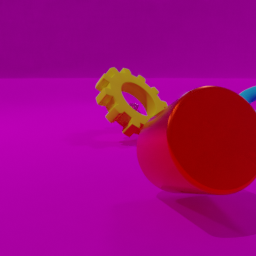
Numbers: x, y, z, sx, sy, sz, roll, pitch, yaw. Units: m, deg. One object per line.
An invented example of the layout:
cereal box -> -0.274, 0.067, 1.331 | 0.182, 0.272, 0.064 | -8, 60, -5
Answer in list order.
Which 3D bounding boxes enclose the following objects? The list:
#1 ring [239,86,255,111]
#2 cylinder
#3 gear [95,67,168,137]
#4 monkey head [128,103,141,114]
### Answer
ring -> 3.873, -0.586, 7.387 | 2.055, 0.411, 2.055 | -9, 33, 6
cylinder -> 0.688, 0.182, 2.917 | 0.988, 0.988, 0.988 | -3, -11, -15
gear -> 0.151, -0.545, 6.169 | 1.809, 1.809, 0.335 | -13, -25, -50
monkey head -> -0.006, -0.316, 7.371 | 0.742, 0.622, 1.031 | -7, 19, -17
